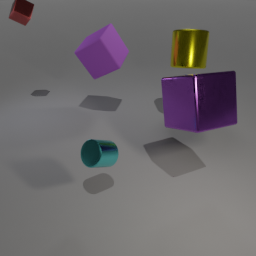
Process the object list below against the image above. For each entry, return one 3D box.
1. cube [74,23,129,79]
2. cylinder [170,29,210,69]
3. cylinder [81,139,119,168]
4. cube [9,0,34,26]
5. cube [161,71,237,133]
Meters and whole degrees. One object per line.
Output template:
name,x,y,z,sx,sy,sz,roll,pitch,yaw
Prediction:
cube,-1.036,-3.102,11.432,1.400,1.400,1.400,-17,35,32
cylinder,2.401,-3.063,10.951,1.400,1.400,1.400,2,14,0
cylinder,-0.716,0.648,7.096,0.700,0.700,0.700,23,9,36
cube,-4.284,-4.693,11.260,0.700,0.700,0.700,18,-18,-33
cube,1.888,-0.736,7.514,1.400,1.400,1.400,-11,11,-27
